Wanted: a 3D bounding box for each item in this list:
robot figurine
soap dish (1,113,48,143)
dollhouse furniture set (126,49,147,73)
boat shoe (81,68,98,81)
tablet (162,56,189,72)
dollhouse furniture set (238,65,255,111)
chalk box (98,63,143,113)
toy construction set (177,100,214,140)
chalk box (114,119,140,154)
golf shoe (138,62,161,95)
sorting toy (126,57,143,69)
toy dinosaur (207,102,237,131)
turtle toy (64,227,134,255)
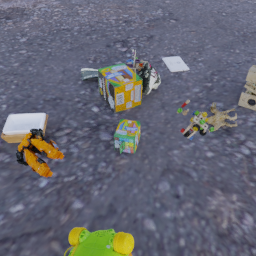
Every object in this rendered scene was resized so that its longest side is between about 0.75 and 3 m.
[{"bbox_3d":[-2.488,0.667,7.741,1.569,0.457,1.137,29,84,40],"label":"robot figurine"},{"bbox_3d":[-4.092,0.000,11.296,1.642,0.667,1.292,-4,40,-4],"label":"soap dish"},{"bbox_3d":[0.516,-3.387,14.936,1.288,1.154,1.625,2,46,-4],"label":"dollhouse furniture set"},{"bbox_3d":[-1.494,-2.727,14.817,2.005,0.730,0.619,4,83,-5],"label":"boat shoe"},{"bbox_3d":[2.756,-3.739,16.270,1.121,0.118,1.723,-7,41,-9],"label":"tablet"},{"bbox_3d":[6.225,-2.158,12.928,1.206,1.918,2.169,23,46,24],"label":"dollhouse furniture set"},{"bbox_3d":[-0.500,-2.040,13.161,1.434,1.444,2.314,-18,44,-21],"label":"chalk box"},{"bbox_3d":[2.095,-0.328,8.650,1.024,0.944,1.228,-26,79,-18],"label":"toy construction set"},{"bbox_3d":[-0.047,0.400,10.697,0.822,0.828,1.326,8,41,10],"label":"chalk box"},{"bbox_3d":[1.141,-2.339,13.737,1.139,0.998,2.585,31,35,-16],"label":"golf shoe"},{"bbox_3d":[0.569,-3.679,16.096,0.978,0.237,1.736,-18,43,-20],"label":"sorting toy"},{"bbox_3d":[3.947,-0.300,11.844,1.241,0.714,2.454,-4,29,20],"label":"toy dinosaur"},{"bbox_3d":[-0.796,3.512,6.547,1.808,1.254,2.481,-5,37,30],"label":"turtle toy"}]
